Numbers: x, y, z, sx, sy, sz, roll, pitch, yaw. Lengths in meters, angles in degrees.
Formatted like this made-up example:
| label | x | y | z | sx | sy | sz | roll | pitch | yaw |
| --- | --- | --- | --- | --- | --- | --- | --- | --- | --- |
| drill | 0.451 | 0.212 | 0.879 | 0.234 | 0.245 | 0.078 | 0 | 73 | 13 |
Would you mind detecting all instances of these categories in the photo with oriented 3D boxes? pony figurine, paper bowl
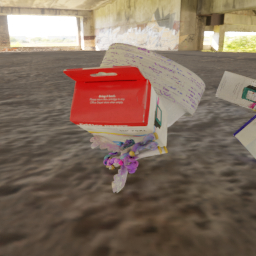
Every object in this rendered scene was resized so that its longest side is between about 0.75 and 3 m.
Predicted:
| label | x | y | z | sx | sy | sz | roll | pitch | yaw |
| --- | --- | --- | --- | --- | --- | --- | --- | --- | --- |
| pony figurine | -0.001 | 0.496 | 4.896 | 1.229 | 1.023 | 1.186 | -23 | -9 | 13 |
| paper bowl | 0.491 | -0.984 | 7.442 | 2.778 | 1.445 | 2.778 | 25 | 0 | 0 |

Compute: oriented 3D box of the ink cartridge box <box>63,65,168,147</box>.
| label | x | y | z | sx | sy | sz | roll | pitch | yaw |
| --- | --- | --- | --- | --- | --- | --- | --- | --- | --- |
| ink cartridge box | -0.133 | -0.284 | 5.350 | 1.387 | 0.803 | 2.388 | 1 | -16 | 20 |

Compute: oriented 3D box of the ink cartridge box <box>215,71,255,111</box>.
| label | x | y | z | sx | sy | sz | roll | pitch | yaw |
| --- | --- | --- | --- | --- | --- | --- | --- | --- | --- |
| ink cartridge box | 3.888 | -0.808 | 7.869 | 2.393 | 0.805 | 1.390 | 27 | 16 | 33 |

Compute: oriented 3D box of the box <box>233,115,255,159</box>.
| label | x | y | z | sx | sy | sz | roll | pitch | yaw |
| --- | --- | --- | --- | --- | --- | --- | --- | --- | --- |
| box | 3.197 | -0.176 | 5.892 | 0.798 | 1.399 | 1.522 | 50 | 38 | 14 |
